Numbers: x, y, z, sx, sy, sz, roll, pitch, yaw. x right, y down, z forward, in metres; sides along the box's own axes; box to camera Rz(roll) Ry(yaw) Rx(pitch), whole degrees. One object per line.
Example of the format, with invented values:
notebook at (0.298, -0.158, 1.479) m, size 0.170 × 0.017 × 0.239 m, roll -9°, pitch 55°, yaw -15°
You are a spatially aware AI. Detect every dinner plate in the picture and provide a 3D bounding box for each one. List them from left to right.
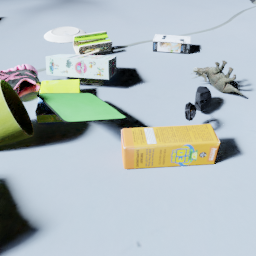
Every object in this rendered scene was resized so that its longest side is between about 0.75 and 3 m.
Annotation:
dinner plate at (-3.657, -5.519, 16.338) m, size 2.471 × 0.300 × 2.471 m, roll 0°, pitch 38°, yaw 0°

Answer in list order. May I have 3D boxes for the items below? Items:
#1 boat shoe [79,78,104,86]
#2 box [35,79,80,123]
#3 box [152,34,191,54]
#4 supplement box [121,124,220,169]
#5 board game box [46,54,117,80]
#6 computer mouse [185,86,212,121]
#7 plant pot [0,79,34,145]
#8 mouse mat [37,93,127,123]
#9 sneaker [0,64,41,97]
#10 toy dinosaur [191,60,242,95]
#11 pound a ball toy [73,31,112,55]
boat shoe at (-1.501, -1.948, 11.507) m, size 1.011 × 0.363 × 0.301 m, roll 4°, pitch 21°, yaw -5°
box at (-2.417, -0.951, 9.956) m, size 1.466 × 0.573 × 2.404 m, roll -4°, pitch 37°, yaw -8°
box at (2.264, -4.362, 14.527) m, size 1.903 × 0.572 × 1.110 m, roll 6°, pitch 37°, yaw 8°
supplement box at (1.134, 0.511, 7.803) m, size 2.606 × 0.867 × 0.897 m, roll -4°, pitch 37°, yaw -5°
board game box at (-1.834, -2.572, 11.533) m, size 2.489 × 0.800 × 1.836 m, roll 4°, pitch 19°, yaw 7°
computer mouse at (2.387, -0.823, 9.270) m, size 0.467 × 0.804 × 2.742 m, roll 7°, pitch 23°, yaw 24°
plant pot at (-4.112, -0.160, 8.180) m, size 1.972 × 1.845 × 1.845 m, roll -26°, pitch 41°, yaw -4°
mouse mat at (-1.470, -0.690, 8.689) m, size 2.038 × 0.095 × 2.533 m, roll -5°, pitch 27°, yaw -34°
sneaker at (-4.642, -1.508, 10.460) m, size 2.912 × 1.150 × 1.389 m, roll -22°, pitch 53°, yaw -24°
toy dinosaur at (3.596, -1.917, 10.937) m, size 2.128 × 1.088 × 0.819 m, roll 42°, pitch 46°, yaw 14°
pound a ball toy at (-1.808, -3.900, 13.873) m, size 2.080 × 0.884 × 1.356 m, roll -17°, pitch 66°, yaw -22°
